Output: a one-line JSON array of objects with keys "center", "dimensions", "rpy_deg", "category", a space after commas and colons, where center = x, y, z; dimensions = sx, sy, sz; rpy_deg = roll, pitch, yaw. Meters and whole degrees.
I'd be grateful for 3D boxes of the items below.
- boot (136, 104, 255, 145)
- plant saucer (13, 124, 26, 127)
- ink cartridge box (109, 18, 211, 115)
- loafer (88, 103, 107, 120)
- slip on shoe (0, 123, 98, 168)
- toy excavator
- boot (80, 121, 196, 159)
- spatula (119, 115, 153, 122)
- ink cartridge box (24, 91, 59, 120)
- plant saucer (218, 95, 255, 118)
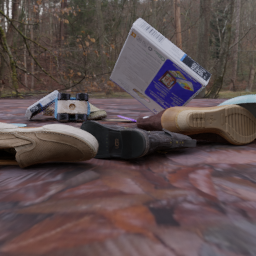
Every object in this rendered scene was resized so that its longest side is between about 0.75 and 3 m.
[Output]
[{"center": [2.008, -0.117, 8.323], "dimensions": [2.945, 1.065, 2.450], "rpy_deg": [7, -4, -26], "category": "boot"}, {"center": [-4.340, 0.036, 10.072], "dimensions": [1.313, 0.253, 1.313], "rpy_deg": [0, 7, 0], "category": "plant saucer"}, {"center": [0.913, -1.751, 9.514], "dimensions": [0.622, 2.838, 2.865], "rpy_deg": [-52, 0, -30], "category": "ink cartridge box"}, {"center": [-2.211, -0.948, 14.866], "dimensions": [2.698, 0.921, 1.021], "rpy_deg": [6, 10, 40], "category": "loafer"}, {"center": [-1.898, 0.423, 5.468], "dimensions": [2.581, 0.981, 0.782], "rpy_deg": [8, 48, 2], "category": "slip on shoe"}, {"center": [-3.205, -0.899, 14.276], "dimensions": [2.574, 1.322, 2.647], "rpy_deg": [1, -5, -7], "category": "toy excavator"}, {"center": [0.196, 0.311, 6.741], "dimensions": [2.327, 0.806, 2.026], "rpy_deg": [9, 6, 39], "category": "boot"}, {"center": [0.940, -0.459, 13.630], "dimensions": [2.888, 0.297, 0.816], "rpy_deg": [-2, 9, -15], "category": "spatula"}, {"center": [-4.378, -1.088, 14.187], "dimensions": [1.731, 0.379, 1.748], "rpy_deg": [-41, 8, -28], "category": "ink cartridge box"}, {"center": [3.868, -0.468, 8.601], "dimensions": [2.815, 0.542, 2.815], "rpy_deg": [8, -15, 2], "category": "plant saucer"}]
